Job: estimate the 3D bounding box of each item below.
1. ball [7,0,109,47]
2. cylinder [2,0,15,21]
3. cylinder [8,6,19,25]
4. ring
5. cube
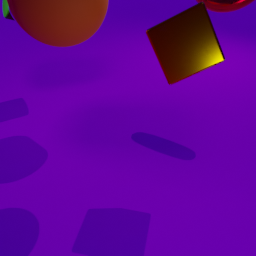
[{"bbox_3d":[-0.944,-1.811,3.831,1.355,1.355,1.355,0,35,0],"label":"ball"},{"bbox_3d":[-2.647,-3.399,7.504,1.146,1.146,1.146,2,30,-34],"label":"cylinder"},{"bbox_3d":[-1.569,-2.619,5.741,1.248,1.248,1.248,34,36,-29],"label":"cylinder"},{"bbox_3d":[2.175,-3.333,5.989,1.721,1.721,0.344,19,5,25],"label":"ring"},{"bbox_3d":[0.830,-1.245,4.170,0.838,0.838,0.838,-23,14,15],"label":"cube"}]
